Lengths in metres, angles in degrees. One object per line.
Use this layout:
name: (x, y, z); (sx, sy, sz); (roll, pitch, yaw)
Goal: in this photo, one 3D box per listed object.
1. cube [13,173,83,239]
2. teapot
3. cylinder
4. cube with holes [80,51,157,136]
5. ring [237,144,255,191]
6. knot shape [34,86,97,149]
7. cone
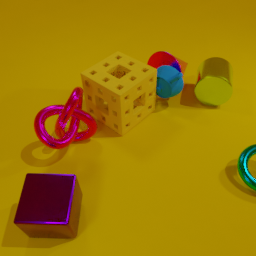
cube: (-1.460, 1.507, 5.374); (0.957, 0.957, 0.957); (1, 54, 1)
teapot: (1.022, -1.236, 7.946); (0.748, 1.528, 0.950); (-43, 101, -32)
cylinder: (2.560, -1.386, 8.342); (1.064, 1.064, 1.064); (11, 46, 11)
cube with holes: (-0.218, -0.964, 7.636); (1.399, 1.399, 1.399); (32, 55, 29)
ring: (3.075, 0.896, 6.298); (1.183, 0.237, 1.183); (-3, 63, 5)
knot shape: (-1.370, -0.114, 6.782); (0.730, 1.478, 1.580); (28, 74, 35)
cone: (1.510, -1.885, 8.836); (1.325, 1.325, 1.330); (35, 44, 30)
